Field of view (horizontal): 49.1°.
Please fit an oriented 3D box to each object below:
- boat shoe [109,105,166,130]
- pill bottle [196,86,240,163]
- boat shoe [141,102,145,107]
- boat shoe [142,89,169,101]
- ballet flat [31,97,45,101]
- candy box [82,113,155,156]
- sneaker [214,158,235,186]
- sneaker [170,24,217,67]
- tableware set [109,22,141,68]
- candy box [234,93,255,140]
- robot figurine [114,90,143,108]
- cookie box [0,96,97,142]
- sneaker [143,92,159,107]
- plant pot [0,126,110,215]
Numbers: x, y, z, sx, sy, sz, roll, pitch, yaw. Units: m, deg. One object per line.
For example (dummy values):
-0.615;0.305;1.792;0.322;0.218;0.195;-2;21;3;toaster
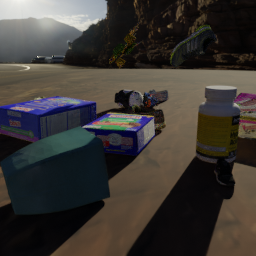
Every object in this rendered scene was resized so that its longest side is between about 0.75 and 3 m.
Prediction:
0.321;-0.545;11.777;2.749;0.903;0.982;10;18;32;boat shoe
2.579;-0.130;8.043;1.156;2.078;1.156;-1;16;0;pill bottle
0.672;-1.454;16.097;0.342;0.418;1.132;-30;32;8;boat shoe
1.578;-2.098;17.775;2.190;0.720;0.788;-4;16;-13;boat shoe
-4.447;-0.952;13.320;1.038;0.877;2.745;3;16;-4;ballet flat
-0.239;0.130;9.434;1.856;0.845;2.195;4;15;19;candy box
2.346;1.046;6.863;0.386;0.446;1.019;0;15;0;sneaker
2.193;-2.687;9.479;0.655;1.773;0.718;26;28;-50;sneaker
-0.123;-3.383;12.382;0.432;1.895;2.813;41;-8;-2;tableware set
4.838;-0.529;10.892;1.806;0.808;2.648;11;33;36;candy box
0.034;-1.606;15.382;1.632;1.018;1.226;11;48;35;robot figurine
-3.109;-0.438;10.993;2.511;1.103;2.935;11;19;34;cookie box
1.287;-1.564;16.195;0.751;0.722;1.915;9;21;-9;sneaker
-1.550;0.945;5.850;1.865;1.318;1.317;-16;21;-26;plant pot
